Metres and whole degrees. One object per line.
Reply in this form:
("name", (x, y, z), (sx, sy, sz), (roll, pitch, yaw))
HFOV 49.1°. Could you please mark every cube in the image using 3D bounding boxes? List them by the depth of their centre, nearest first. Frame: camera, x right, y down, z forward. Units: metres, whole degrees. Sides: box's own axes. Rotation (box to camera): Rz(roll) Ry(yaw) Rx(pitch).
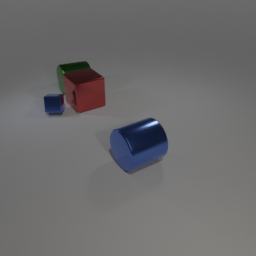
("cube", (-3.172, -1.073, 12.072), (0.700, 0.700, 0.700), (0, 16, 0))
("cube", (-1.954, -1.713, 12.563), (1.400, 1.400, 1.400), (-19, 37, -27))

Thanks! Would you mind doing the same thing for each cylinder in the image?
("cylinder", (0.340, 0.512, 9.084), (1.400, 1.400, 1.400), (-20, 38, -27))
("cylinder", (-2.613, -2.493, 13.731), (1.400, 1.400, 1.400), (-15, 36, -25))
